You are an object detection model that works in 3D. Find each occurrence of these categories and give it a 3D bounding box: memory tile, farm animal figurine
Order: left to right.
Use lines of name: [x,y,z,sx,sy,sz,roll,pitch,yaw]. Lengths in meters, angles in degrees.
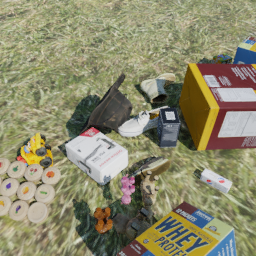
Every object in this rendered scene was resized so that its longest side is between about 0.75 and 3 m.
memory tile: [-3.317,1.834,8.451,2.321,0.195,1.779,8,60,9]
farm animal figurine: [0.243,2.491,7.467,2.317,1.208,2.291,-25,60,-33]

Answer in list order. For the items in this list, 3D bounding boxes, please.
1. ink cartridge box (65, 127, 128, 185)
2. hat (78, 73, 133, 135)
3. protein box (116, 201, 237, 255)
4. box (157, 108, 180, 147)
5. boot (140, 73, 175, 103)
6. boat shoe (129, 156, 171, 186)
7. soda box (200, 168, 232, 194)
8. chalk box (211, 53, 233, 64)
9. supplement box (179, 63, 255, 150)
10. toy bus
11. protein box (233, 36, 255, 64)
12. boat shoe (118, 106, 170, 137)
ink cartridge box: [-1.033,0.896,9.414,1.752,0.726,1.286,31,50,30]
hat: [-0.536,-0.531,9.932,1.134,2.810,2.810,35,47,-4]
protein box: [1.136,3.071,5.865,1.995,1.980,1.346,-28,27,-28]
box: [1.437,-0.009,10.082,0.626,1.169,0.868,-2,43,-2]
boot: [1.535,-1.751,12.399,1.717,0.619,1.328,-18,44,-11]
boat shoe: [0.659,1.371,9.102,1.554,0.569,0.503,-19,36,-26]
soda box: [2.787,1.677,8.896,0.921,0.293,0.314,28,49,26]
chalk box: [4.791,-3.319,14.106,1.010,0.630,0.626,-22,48,-24]
supplement box: [3.739,-0.866,10.341,2.868,1.904,2.828,-1,42,-7]
toy bus: [-3.134,0.840,9.229,1.115,1.162,0.788,-15,44,-4]
protein box: [5.801,-2.687,12.408,1.984,1.970,1.339,28,49,27]
boat shoe: [0.639,-0.329,10.677,2.183,0.762,0.774,-15,44,-7]
